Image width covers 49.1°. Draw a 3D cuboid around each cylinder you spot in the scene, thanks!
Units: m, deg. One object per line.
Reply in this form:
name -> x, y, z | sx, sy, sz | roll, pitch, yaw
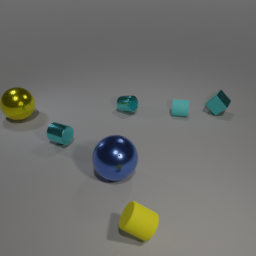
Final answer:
cylinder -> 2.276, -0.880, 12.181 | 0.700, 0.700, 0.700 | 5, 32, 9
cylinder -> 0.257, 2.202, 6.655 | 0.700, 0.700, 0.700 | 31, 29, -12
cylinder -> -0.025, -1.077, 12.345 | 0.700, 0.700, 0.700 | 4, 26, 44
cylinder -> -2.461, 0.197, 10.181 | 0.700, 0.700, 0.700 | 15, 34, 24

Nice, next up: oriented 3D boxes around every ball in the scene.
ball -> -4.610, -1.013, 11.731 | 1.400, 1.400, 1.400 | 0, 31, 0
ball -> -0.389, 0.909, 8.564 | 1.400, 1.400, 1.400 | 0, 31, 0

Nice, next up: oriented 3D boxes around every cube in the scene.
cube -> 3.943, -1.108, 12.235 | 0.700, 0.700, 0.700 | 48, 45, -2
